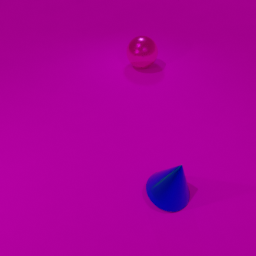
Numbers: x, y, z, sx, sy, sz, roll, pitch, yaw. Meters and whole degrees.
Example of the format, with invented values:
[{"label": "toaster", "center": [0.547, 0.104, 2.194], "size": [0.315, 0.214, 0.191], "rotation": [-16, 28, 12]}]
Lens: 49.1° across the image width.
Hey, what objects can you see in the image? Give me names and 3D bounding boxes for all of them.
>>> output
[{"label": "ball", "center": [0.560, -3.005, 11.094], "size": [1.252, 1.252, 1.252], "rotation": [0, 43, 0]}, {"label": "cone", "center": [1.089, 1.183, 6.559], "size": [1.129, 1.133, 1.129], "rotation": [7, 47, -7]}]
